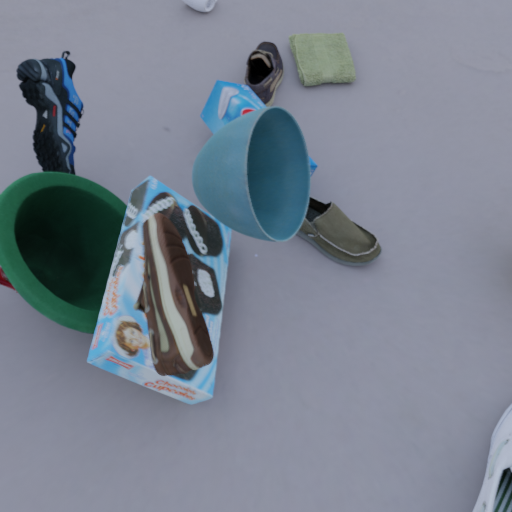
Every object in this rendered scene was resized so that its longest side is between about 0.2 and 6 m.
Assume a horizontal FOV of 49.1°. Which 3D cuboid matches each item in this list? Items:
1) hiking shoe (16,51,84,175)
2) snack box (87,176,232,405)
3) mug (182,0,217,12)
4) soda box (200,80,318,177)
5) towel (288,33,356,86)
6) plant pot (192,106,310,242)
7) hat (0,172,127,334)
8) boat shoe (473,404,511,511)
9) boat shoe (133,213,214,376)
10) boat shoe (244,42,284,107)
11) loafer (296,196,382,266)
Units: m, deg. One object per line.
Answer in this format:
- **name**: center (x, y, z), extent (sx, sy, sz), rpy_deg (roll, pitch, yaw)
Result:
- **hiking shoe**: center (-3.173, -2.189, 9.261), extent (0.797, 2.143, 0.929), rpy_deg (21, 36, 31)
- **snack box**: center (-1.210, 0.429, 7.826), extent (0.530, 1.660, 2.857), rpy_deg (-28, 43, 37)
- **mug**: center (-1.287, -6.174, 13.329), extent (0.735, 0.619, 0.838), rpy_deg (41, 38, 15)
- **soda box**: center (-0.015, -2.054, 9.889), extent (0.778, 0.823, 2.425), rpy_deg (-5, 49, -42)
- **towel**: center (1.431, -4.275, 12.087), extent (1.281, 0.315, 1.727), rpy_deg (-5, 53, -5)
- **plant pot**: center (-0.160, -1.028, 7.349), extent (1.143, 1.698, 1.698), rpy_deg (1, 50, 31)
- **hat**: center (-3.353, 0.355, 8.705), extent (3.019, 2.658, 2.501), rpy_deg (54, 36, 2)
- **boat shoe**: center (3.268, 2.727, 6.575), extent (1.099, 0.998, 2.988), rpy_deg (26, 58, 18)
- **boat shoe**: center (-1.022, 0.392, 5.875), extent (0.663, 0.662, 1.792), rpy_deg (-24, 62, 12)
- **boat shoe**: center (0.175, -3.816, 11.472), extent (0.769, 0.757, 2.064), rpy_deg (4, 54, 3)
- **loafer**: center (1.172, -0.471, 9.111), extent (1.871, 0.652, 0.704), rpy_deg (27, 59, 18)
